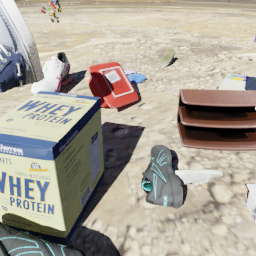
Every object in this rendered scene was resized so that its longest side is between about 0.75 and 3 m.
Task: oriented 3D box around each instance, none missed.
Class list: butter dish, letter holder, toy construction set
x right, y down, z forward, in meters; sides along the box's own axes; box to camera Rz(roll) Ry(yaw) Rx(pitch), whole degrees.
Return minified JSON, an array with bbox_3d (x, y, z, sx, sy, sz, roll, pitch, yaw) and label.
[{"bbox_3d":[-0.737,-1.371,10.056,1.240,1.673,1.677,-32,-4,43],"label":"butter dish"},{"bbox_3d":[2.664,-0.250,7.986,2.332,1.173,1.657,2,30,3],"label":"letter holder"},{"bbox_3d":[-2.463,-3.929,9.484,0.754,0.694,0.904,-39,29,-1],"label":"toy construction set"}]

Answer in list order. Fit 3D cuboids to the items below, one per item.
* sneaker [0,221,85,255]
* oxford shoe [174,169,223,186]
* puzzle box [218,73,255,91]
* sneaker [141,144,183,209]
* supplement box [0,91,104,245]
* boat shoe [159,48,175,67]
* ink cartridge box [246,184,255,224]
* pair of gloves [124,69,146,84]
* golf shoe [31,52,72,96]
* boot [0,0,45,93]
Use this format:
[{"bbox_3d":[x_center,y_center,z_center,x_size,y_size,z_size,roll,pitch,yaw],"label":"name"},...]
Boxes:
[{"bbox_3d":[-1.297,2.126,4.065,2.727,1.028,1.081,28,26,29],"label":"sneaker"},{"bbox_3d":[1.596,1.116,6.351,1.264,0.365,0.475,1,-10,-24],"label":"oxford shoe"},{"bbox_3d":[4.693,-1.753,11.631,1.454,0.278,2.186,14,31,25],"label":"puzzle box"},{"bbox_3d":[0.640,0.974,6.209,0.758,0.721,1.913,-4,28,-4],"label":"sneaker"},{"bbox_3d":[-1.457,0.627,5.419,1.381,2.054,2.056,7,30,13],"label":"supplement box"},{"bbox_3d":[2.121,-3.612,14.802,0.550,0.504,1.473,21,55,25],"label":"boat shoe"},{"bbox_3d":[2.745,1.584,5.431,0.636,0.375,1.105,1,29,2],"label":"ink cartridge box"},{"bbox_3d":[-0.210,-2.417,12.909,1.658,0.235,2.063,-13,32,-23],"label":"pair of gloves"},{"bbox_3d":[-3.113,-2.120,11.187,1.089,1.381,3.000,3,30,4],"label":"golf shoe"},{"bbox_3d":[-2.648,-1.614,6.127,1.186,2.625,0.955,-27,73,-16],"label":"boot"}]
